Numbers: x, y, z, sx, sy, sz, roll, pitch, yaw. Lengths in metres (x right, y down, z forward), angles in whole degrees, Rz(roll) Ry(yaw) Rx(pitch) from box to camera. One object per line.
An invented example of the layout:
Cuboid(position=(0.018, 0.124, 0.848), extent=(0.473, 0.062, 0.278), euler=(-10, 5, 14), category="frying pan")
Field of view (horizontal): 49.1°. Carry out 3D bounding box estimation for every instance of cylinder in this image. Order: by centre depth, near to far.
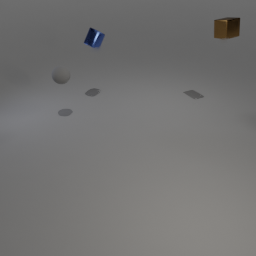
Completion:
Cuboid(position=(-1.416, -3.753, 11.799), extent=(0.700, 0.700, 0.700), euler=(24, 13, -6), category="cylinder")

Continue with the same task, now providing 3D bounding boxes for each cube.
Cuboid(position=(3.898, -3.940, 11.048), extent=(0.700, 0.700, 0.700), euler=(-18, 28, -20), category="cube")

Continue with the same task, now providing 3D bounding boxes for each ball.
Cuboid(position=(-2.565, -2.030, 10.729), extent=(0.700, 0.700, 0.700), euler=(0, 31, 0), category="ball")
